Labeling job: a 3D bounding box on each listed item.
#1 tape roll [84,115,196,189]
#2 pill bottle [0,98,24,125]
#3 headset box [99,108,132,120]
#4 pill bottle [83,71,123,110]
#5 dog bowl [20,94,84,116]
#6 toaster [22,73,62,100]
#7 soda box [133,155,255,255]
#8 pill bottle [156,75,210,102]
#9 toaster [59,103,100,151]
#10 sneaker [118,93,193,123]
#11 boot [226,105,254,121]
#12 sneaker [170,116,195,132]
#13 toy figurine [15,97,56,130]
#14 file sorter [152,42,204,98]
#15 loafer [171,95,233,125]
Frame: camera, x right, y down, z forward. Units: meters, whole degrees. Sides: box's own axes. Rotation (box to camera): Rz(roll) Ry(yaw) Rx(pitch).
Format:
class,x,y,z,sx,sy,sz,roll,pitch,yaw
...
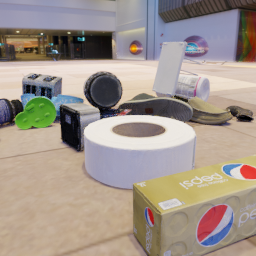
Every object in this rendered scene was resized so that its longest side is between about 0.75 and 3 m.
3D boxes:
class,x,y,z,sx,sy,sz,roll,pitch,yaw
tape roll,0.285,0.469,7.168,2.802,0.980,2.802,0,16,0
pill bottle,-4.922,-0.576,10.490,1.013,1.013,1.810,15,22,39
headset box,-0.793,-0.205,9.745,1.936,0.748,1.441,6,18,15
pill bottle,-0.879,-1.303,9.678,1.284,1.284,2.295,-3,10,-11
dog bowl,-3.123,-0.910,11.519,2.620,0.650,1.461,3,-7,6
toaster,-3.958,-1.590,12.948,1.595,1.764,1.047,10,21,6
soda box,1.540,1.237,4.666,2.863,0.970,0.917,-8,19,-23
pill bottle,2.778,-2.011,14.444,2.525,1.431,1.431,13,21,36
toaster,-1.455,-0.071,8.463,0.814,1.241,1.372,-13,21,-36
sneaker,1.184,-0.934,11.235,2.935,1.098,1.559,5,26,20
boot,4.592,-0.592,11.565,1.225,0.424,1.066,11,20,26
sneaker,1.696,-0.028,9.383,1.131,0.648,0.432,7,20,13
toy figurine,-3.624,-0.503,10.858,1.530,1.149,1.409,-33,14,-17
file sorter,2.064,-2.307,11.353,1.260,2.023,1.404,7,11,-31
loafer,2.778,-0.779,11.283,2.768,0.933,1.052,10,20,29
